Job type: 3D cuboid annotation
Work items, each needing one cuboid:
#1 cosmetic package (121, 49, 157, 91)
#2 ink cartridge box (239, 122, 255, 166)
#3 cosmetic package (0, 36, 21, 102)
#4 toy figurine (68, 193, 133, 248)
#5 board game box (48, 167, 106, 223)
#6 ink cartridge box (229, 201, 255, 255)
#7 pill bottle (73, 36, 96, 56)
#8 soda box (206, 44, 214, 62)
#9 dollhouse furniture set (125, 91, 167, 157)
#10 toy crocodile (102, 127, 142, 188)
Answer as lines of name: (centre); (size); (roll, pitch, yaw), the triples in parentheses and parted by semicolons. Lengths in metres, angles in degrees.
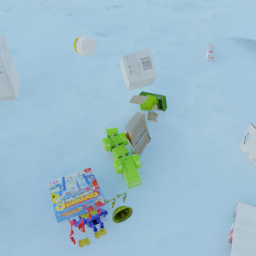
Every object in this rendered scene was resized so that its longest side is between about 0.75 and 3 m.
cosmetic package: (0.394, -2.246, 10.992); (1.133, 1.362, 1.139); (-16, 86, -4)
ink cartridge box: (4.921, 1.021, 9.274); (0.651, 1.408, 2.584); (-19, 51, -16)
cosmetic package: (-6.008, -2.331, 11.590); (2.346, 2.353, 1.447); (-5, 50, -4)
toy figurine: (-0.989, 2.471, 8.312); (1.958, 1.033, 1.173); (-23, 18, -24)
board game box: (-1.640, 2.037, 8.771); (1.502, 0.420, 1.470); (-18, 34, -16)
ink cartridge box: (3.484, 3.131, 8.064); (0.996, 0.460, 1.828); (18, 52, 15)
pill bottle: (-1.611, -3.086, 10.513); (0.742, 0.742, 1.319); (-16, 21, -14)
soda box: (4.195, -3.828, 14.246); (0.338, 0.361, 1.061); (9, 50, 8)
dollhouse furniture set: (0.397, -0.309, 10.587); (1.121, 1.451, 2.903); (12, 47, 29)
toy crocodile: (-0.238, 0.962, 9.841); (0.877, 0.802, 2.599); (-19, 56, -17)
